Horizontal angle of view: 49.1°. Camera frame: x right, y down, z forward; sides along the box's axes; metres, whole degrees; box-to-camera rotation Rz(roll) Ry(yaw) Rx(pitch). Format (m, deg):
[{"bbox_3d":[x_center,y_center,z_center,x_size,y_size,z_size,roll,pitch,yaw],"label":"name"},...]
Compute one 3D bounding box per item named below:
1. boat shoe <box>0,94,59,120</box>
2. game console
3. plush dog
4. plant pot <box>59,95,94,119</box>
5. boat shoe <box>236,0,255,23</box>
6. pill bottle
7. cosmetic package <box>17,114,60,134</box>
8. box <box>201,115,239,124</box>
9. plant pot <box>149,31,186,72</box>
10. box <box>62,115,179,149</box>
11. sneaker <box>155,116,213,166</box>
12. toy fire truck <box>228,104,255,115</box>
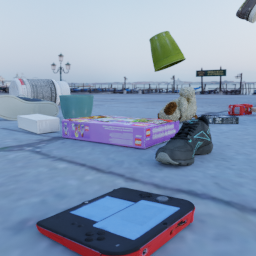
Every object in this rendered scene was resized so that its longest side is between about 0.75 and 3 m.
[{"bbox_3d":[-3.851,-0.782,10.401,2.479,0.928,0.767,-2,10,-20],"label":"boat shoe"},{"bbox_3d":[-0.059,0.757,2.396,0.975,0.171,1.102,7,10,39],"label":"game console"},{"bbox_3d":[1.603,-0.531,9.250,1.260,1.177,1.467,-17,-16,-17],"label":"plush dog"},{"bbox_3d":[-1.728,-0.650,9.472,1.155,0.927,1.155,0,8,0],"label":"plant pot"},{"bbox_3d":[3.875,-3.926,8.214,0.562,1.889,0.679,31,-7,29],"label":"boat shoe"},{"bbox_3d":[-4.721,-1.833,15.172,2.871,1.635,1.635,-7,11,-39],"label":"pill bottle"},{"bbox_3d":[-2.511,-0.133,7.768,0.626,0.384,1.516,-7,10,-38],"label":"cosmetic package"},{"bbox_3d":[3.068,-0.293,9.443,1.050,0.229,0.841,0,8,1],"label":"box"},{"bbox_3d":[1.439,-3.046,10.978,1.319,1.270,1.319,-20,3,1],"label":"plant pot"},{"bbox_3d":[-0.175,0.013,6.502,2.284,0.447,1.563,6,10,34],"label":"box"},{"bbox_3d":[0.947,0.190,4.683,0.621,0.653,1.648,8,12,33],"label":"sneaker"},{"bbox_3d":[5.328,-0.784,12.009,1.902,0.464,1.341,-7,11,-42],"label":"toy fire truck"}]
